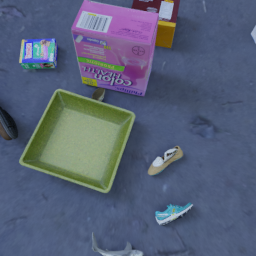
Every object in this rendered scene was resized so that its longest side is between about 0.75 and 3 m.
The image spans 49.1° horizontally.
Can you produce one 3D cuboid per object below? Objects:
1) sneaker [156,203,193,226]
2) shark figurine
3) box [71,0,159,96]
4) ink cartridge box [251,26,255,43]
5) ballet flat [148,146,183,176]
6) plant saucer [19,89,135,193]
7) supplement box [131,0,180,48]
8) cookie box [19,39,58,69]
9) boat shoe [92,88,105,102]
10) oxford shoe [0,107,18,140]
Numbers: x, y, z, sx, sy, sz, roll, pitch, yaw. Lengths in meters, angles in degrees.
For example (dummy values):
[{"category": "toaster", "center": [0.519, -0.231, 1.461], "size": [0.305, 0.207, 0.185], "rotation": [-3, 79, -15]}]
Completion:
[{"category": "sneaker", "center": [1.417, 2.534, 8.561], "size": [1.216, 0.471, 0.484], "rotation": [-20, 60, -8]}, {"category": "shark figurine", "center": [-0.255, 3.555, 8.150], "size": [1.650, 0.986, 0.688], "rotation": [3, 40, 20]}, {"category": "box", "center": [-0.385, -2.548, 9.435], "size": [2.404, 2.733, 1.321], "rotation": [13, 65, 5]}, {"category": "ink cartridge box", "center": [5.646, -3.778, 11.037], "size": [1.086, 0.793, 0.797], "rotation": [-14, 69, -6]}, {"category": "ballet flat", "center": [1.176, 1.025, 9.164], "size": [1.378, 0.434, 0.473], "rotation": [-31, 31, -16]}, {"category": "plant saucer", "center": [-1.528, 0.413, 9.184], "size": [2.882, 0.691, 2.886], "rotation": [18, 65, 3]}, {"category": "supplement box", "center": [1.029, -4.396, 11.077], "size": [1.787, 1.203, 1.812], "rotation": [11, 67, 5]}, {"category": "cookie box", "center": [-3.434, -2.860, 10.816], "size": [1.289, 0.484, 1.103], "rotation": [-2, 68, 0]}, {"category": "boat shoe", "center": [-1.121, -1.007, 10.171], "size": [0.383, 0.330, 1.049], "rotation": [11, 60, 15]}, {"category": "oxford shoe", "center": [-4.735, -0.337, 9.540], "size": [2.764, 1.005, 1.167], "rotation": [39, 76, 27]}]
